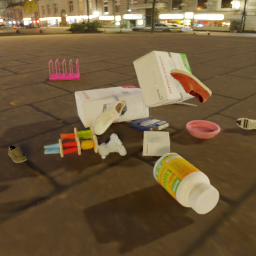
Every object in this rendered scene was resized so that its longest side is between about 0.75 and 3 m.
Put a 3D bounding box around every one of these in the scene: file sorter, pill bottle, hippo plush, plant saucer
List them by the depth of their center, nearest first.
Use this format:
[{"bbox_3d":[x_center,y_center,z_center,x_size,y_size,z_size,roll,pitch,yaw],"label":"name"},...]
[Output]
[{"bbox_3d":[1.457,1.390,7.117,0.936,0.936,1.685,-11,26,-23],"label":"pill bottle"},{"bbox_3d":[-0.550,0.716,9.211,0.776,0.769,0.965,-32,11,2],"label":"hippo plush"},{"bbox_3d":[2.894,0.068,10.868,1.269,0.322,1.269,1,24,0],"label":"plant saucer"},{"bbox_3d":[-4.283,-3.985,18.903,1.920,1.204,1.334,-2,24,-5],"label":"file sorter"}]

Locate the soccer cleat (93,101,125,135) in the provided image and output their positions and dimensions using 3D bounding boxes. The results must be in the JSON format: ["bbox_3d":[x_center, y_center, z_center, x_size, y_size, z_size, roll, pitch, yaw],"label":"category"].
[{"bbox_3d":[-0.576,-0.359,8.578,0.530,0.473,1.366,0,46,44],"label":"soccer cleat"}]

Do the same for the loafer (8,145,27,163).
[{"bbox_3d":[-3.643,0.828,9.114,1.010,0.352,0.380,21,31,39],"label":"loafer"}]

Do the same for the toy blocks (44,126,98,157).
[{"bbox_3d":[-1.978,0.463,9.612,1.706,0.619,1.421,-6,25,-14],"label":"toy blocks"}]

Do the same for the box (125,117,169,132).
[{"bbox_3d":[0.742,-0.156,11.316,0.965,0.258,1.593,-20,24,-37],"label":"box"}]

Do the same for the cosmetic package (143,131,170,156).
[{"bbox_3d":[0.967,0.523,9.579,0.880,0.541,0.878,3,24,3],"label":"cosmetic package"}]

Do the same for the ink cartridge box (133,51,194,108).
[{"bbox_3d":[1.505,-1.878,10.782,1.052,1.827,2.503,-18,-3,39],"label":"ink cartridge box"}]

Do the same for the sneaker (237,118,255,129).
[{"bbox_3d":[5.018,-0.162,11.365,1.157,0.435,0.469,11,14,17],"label":"sneaker"}]

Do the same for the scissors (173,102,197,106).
[{"bbox_3d":[2.484,-1.342,14.248,2.099,0.146,0.768,5,22,15],"label":"scissors"}]

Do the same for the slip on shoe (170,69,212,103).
[{"bbox_3d":[1.875,-1.290,8.536,1.482,0.453,0.549,35,-12,-10],"label":"slip on shoe"}]

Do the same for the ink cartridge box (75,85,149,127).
[{"bbox_3d":[-0.725,-1.016,12.027,2.743,1.175,2.025,-11,21,-15],"label":"ink cartridge box"}]
